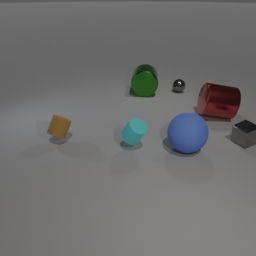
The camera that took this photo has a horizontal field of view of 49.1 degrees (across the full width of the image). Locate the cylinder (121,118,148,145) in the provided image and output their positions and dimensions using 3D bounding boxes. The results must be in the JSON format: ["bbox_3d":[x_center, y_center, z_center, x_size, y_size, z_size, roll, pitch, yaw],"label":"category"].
[{"bbox_3d":[0.216,0.123,9.752,0.700,0.700,0.700,17,47,-19],"label":"cylinder"}]

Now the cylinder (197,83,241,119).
[{"bbox_3d":[3.911,-1.169,12.138,1.400,1.400,1.400,8,28,-4],"label":"cylinder"}]

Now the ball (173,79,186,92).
[{"bbox_3d":[2.776,-2.305,15.231,0.700,0.700,0.700,0,28,0],"label":"ball"}]

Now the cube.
[{"bbox_3d":[4.353,0.220,10.385,0.700,0.700,0.700,-21,33,-20],"label":"cube"}]

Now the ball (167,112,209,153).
[{"bbox_3d":[2.072,0.162,9.717,1.400,1.400,1.400,0,28,0],"label":"ball"}]

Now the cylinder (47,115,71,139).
[{"bbox_3d":[-2.536,-0.053,10.342,0.700,0.700,0.700,22,4,-1],"label":"cylinder"}]

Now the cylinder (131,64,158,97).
[{"bbox_3d":[0.898,-2.550,14.946,1.400,1.400,1.400,2,27,4],"label":"cylinder"}]
